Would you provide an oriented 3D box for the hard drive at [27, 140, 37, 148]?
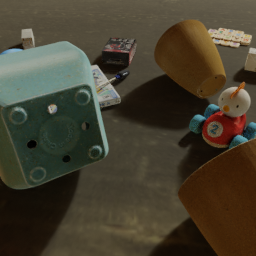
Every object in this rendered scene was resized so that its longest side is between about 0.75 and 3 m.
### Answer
[{"bbox_3d":[-2.656,-0.126,7.244,1.024,1.518,0.321,-11,29,25],"label":"hard drive"}]

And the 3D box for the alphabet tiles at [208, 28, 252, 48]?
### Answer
[{"bbox_3d":[4.951,-4.502,13.806,2.111,0.154,2.065,17,42,20],"label":"alphabet tiles"}]

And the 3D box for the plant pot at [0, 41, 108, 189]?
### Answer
[{"bbox_3d":[-1.803,-0.233,6.067,2.694,2.701,2.752,-20,25,-23],"label":"plant pot"}]

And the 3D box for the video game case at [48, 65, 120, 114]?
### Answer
[{"bbox_3d":[-1.821,-1.392,9.928,2.362,0.285,2.591,-15,42,-17],"label":"video game case"}]

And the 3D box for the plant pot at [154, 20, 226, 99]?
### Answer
[{"bbox_3d":[2.354,-2.201,9.755,2.140,2.140,2.296,-14,54,-16],"label":"plant pot"}]

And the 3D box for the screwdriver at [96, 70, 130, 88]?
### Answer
[{"bbox_3d":[-0.535,-1.800,10.109,0.298,0.311,2.135,18,27,24],"label":"screwdriver"}]

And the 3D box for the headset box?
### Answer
[{"bbox_3d":[-0.377,-3.238,11.914,1.196,0.603,1.609,8,40,9],"label":"headset box"}]

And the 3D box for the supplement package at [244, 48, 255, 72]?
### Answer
[{"bbox_3d":[5.219,-2.661,11.108,0.954,0.743,0.529,15,42,17],"label":"supplement package"}]

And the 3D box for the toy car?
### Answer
[{"bbox_3d":[2.771,-0.460,7.679,1.523,1.722,1.587,-32,49,-33],"label":"toy car"}]

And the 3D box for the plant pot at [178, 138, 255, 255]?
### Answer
[{"bbox_3d":[2.514,1.813,4.679,2.457,2.457,2.636,-13,55,-15],"label":"plant pot"}]

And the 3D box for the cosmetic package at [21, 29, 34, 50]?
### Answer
[{"bbox_3d":[-4.627,-4.095,12.959,0.518,0.614,1.149,-12,43,-14],"label":"cosmetic package"}]

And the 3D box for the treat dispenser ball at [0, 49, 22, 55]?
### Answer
[{"bbox_3d":[-3.702,-1.857,9.380,1.525,1.525,1.525,0,40,0],"label":"treat dispenser ball"}]
